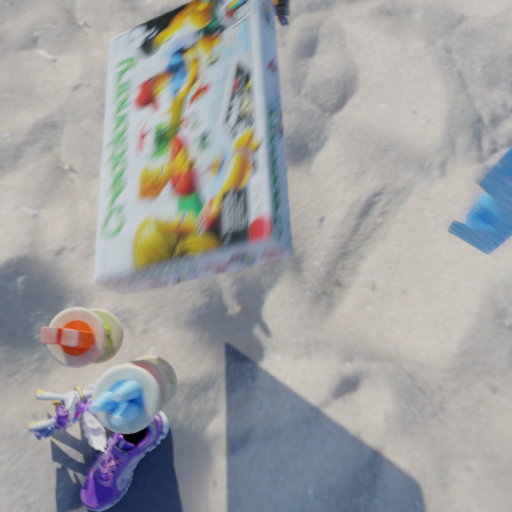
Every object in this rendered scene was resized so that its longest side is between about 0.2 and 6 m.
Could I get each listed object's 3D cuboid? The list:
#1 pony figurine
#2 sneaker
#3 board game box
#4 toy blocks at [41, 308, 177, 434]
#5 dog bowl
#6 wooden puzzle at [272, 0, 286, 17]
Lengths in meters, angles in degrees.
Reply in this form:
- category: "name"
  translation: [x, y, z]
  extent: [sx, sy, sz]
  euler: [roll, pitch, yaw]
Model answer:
- category: "pony figurine"
  translation: [-3.229, 2.741, 9.885]
  extent: [1.443, 1.202, 1.393]
  euler: [-18, 38, 5]
- category: "sneaker"
  translation: [-2.351, 3.456, 9.699]
  extent: [0.794, 0.873, 1.975]
  euler: [33, 72, 12]
- category: "board game box"
  translation: [-1.053, -1.944, 8.870]
  extent: [2.969, 0.814, 4.703]
  euler: [-14, 65, 24]
- category: "toy blocks"
  translation: [-2.211, 1.570, 7.990]
  extent: [2.134, 2.560, 0.930]
  euler: [40, 85, 4]
- category: "dog bowl"
  translation: [4.051, -1.008, 8.614]
  extent: [1.668, 2.992, 0.742]
  euler: [-36, 71, -14]
- category: "wooden puzzle"
  translation: [0.215, -6.895, 14.528]
  extent: [1.162, 0.138, 1.960]
  euler: [3, 67, 1]
